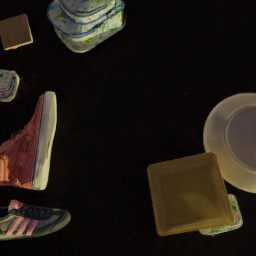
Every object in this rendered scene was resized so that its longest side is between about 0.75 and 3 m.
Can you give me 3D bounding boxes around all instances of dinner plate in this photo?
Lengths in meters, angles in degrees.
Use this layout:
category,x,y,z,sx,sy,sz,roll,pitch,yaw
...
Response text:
category,x,y,z,sx,sy,sz,roll,pitch,yaw
dinner plate,3.490,0.307,7.566,2.836,0.344,2.836,0,72,-1

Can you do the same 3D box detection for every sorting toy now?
category,x,y,z,sx,sy,sz,roll,pitch,yaw
sorting toy,-3.343,-2.842,8.422,0.879,0.308,0.884,-15,84,2

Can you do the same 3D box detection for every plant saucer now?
category,x,y,z,sx,sy,sz,roll,pitch,yaw
plant saucer,1.467,1.607,6.825,1.754,0.425,1.755,-14,60,12

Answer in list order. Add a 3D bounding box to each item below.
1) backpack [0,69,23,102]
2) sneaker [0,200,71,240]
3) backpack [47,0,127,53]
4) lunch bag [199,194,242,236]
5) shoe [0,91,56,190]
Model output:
category,x,y,z,sx,sy,sz,roll,pitch,yaw
backpack,-3.523,-1.204,7.841,0.918,0.707,0.875,4,84,-2
sneaker,-2.432,2.094,6.668,2.034,0.713,0.834,-9,109,-4
backpack,-1.277,-3.346,8.069,1.953,1.436,1.788,-40,74,-7
lunch bag,2.184,2.154,6.937,1.121,0.432,0.899,-11,76,-3
shoe,-2.597,0.249,7.241,1.185,0.931,2.606,5,77,-3
